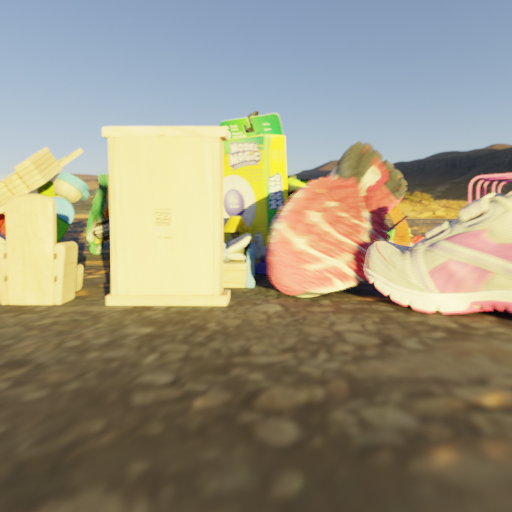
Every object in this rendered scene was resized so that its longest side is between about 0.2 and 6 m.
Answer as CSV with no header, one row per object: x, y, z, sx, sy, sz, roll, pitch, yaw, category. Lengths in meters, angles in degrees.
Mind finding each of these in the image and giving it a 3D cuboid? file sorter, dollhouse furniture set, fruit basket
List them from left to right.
-1.306,-0.490,6.896,2.584,1.786,2.737,0,5,1,dollhouse furniture set
3.314,-0.245,12.171,1.183,0.555,1.096,24,19,37,fruit basket
7.218,-1.275,15.300,2.070,1.868,2.979,3,6,37,file sorter

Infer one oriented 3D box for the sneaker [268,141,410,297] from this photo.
1.031,-0.334,7.234,1.205,1.301,3.228,-48,-3,37,sneaker

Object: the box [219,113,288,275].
-0.169,-0.935,8.580,1.379,2.350,0.568,4,9,43,box

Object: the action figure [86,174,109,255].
-3.017,-0.806,11.414,0.495,1.809,1.068,39,24,27,action figure

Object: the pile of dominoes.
-4.666,-1.070,9.871,2.953,0.470,2.302,-21,24,24,pile of dominoes

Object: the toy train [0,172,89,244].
-4.021,-0.757,10.090,2.552,1.477,1.080,6,-29,49,toy train

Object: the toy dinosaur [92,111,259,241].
-1.303,-0.722,10.048,3.619,2.724,5.332,-14,21,2,toy dinosaur

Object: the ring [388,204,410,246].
2.146,-0.755,10.356,1.955,1.955,0.188,-4,-27,-39,ring

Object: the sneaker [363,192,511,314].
2.195,-0.043,5.220,2.617,1.154,1.065,6,7,43,sneaker

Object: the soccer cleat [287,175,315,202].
0.819,-0.796,9.314,0.706,0.847,2.090,15,0,14,soccer cleat
